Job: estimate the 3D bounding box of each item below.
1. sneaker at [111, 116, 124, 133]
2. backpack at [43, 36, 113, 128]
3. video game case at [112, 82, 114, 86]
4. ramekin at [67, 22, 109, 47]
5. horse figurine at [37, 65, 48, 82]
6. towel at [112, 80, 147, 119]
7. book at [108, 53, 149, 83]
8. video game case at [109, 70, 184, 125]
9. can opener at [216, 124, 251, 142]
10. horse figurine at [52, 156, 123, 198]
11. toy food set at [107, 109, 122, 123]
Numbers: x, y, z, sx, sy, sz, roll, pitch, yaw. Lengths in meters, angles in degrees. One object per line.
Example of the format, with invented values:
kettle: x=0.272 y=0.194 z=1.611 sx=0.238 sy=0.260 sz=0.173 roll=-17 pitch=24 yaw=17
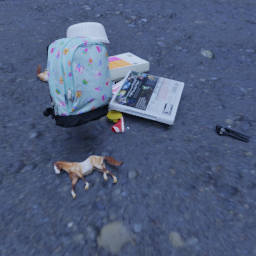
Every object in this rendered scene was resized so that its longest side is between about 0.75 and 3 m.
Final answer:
sneaker: x=-0.435 y=-0.167 z=11.359 sx=0.518 sy=0.351 sz=0.897 roll=-4 pitch=40 yaw=-6
backpack: x=-1.522 y=-1.528 z=8.963 sx=1.698 sy=2.683 sz=2.239 roll=10 pitch=23 yaw=35
video game case: x=-1.591 y=-1.835 z=13.388 sx=1.620 sy=0.186 sz=1.476 roll=7 pitch=42 yaw=9
ramekin: x=-1.703 y=-3.726 z=11.514 sx=1.777 sy=0.828 sz=1.777 roll=-8 pitch=6 yaw=1
horse figurine: x=-3.908 y=-2.631 z=14.071 sx=1.733 sy=0.433 sz=1.149 roll=18 pitch=50 yaw=9
towel: x=0.493 y=-1.543 z=12.747 sx=2.628 sy=0.393 sz=1.923 roll=33 pitch=50 yaw=26
book: x=-0.655 y=-3.185 z=14.431 sx=2.936 sy=0.705 sz=1.961 roll=-20 pitch=39 yaw=-26
video game case: x=0.914 y=-1.436 z=12.209 sx=2.674 sy=0.344 sz=2.942 roll=15 pitch=43 yaw=9
can opener: x=4.094 y=0.155 z=10.915 sx=1.376 sy=0.436 sz=0.541 roll=22 pitch=45 yaw=23
horse figurine: x=-1.282 y=1.420 z=9.380 sx=2.200 sy=0.549 sz=1.458 roll=-19 pitch=44 yaw=-20
toy food set: x=-0.603 y=-0.465 z=11.650 sx=0.584 sy=0.324 sz=0.992 roll=-18 pitch=30 yaw=-16
